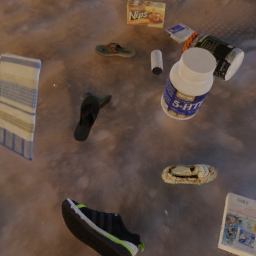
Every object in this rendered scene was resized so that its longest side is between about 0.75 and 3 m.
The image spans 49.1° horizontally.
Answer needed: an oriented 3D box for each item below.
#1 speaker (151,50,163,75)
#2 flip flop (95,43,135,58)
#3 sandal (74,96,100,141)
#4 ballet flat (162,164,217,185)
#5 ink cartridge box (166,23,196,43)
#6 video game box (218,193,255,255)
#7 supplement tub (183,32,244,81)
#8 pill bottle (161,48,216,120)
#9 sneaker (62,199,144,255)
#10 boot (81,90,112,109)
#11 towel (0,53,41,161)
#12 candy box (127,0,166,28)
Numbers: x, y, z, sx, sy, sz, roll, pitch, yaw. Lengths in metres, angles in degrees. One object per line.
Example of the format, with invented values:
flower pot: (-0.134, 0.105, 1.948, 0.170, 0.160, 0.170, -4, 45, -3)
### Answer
speaker: (1.224, -2.790, 11.906, 0.473, 0.473, 1.164, 1, 52, 0)
flip flop: (-0.574, -3.497, 12.425, 1.804, 0.519, 0.732, 10, 53, 8)
sandal: (-1.025, -0.187, 7.180, 0.493, 1.310, 0.314, 7, 27, -27)
ballet flat: (1.932, 1.392, 8.591, 1.772, 0.566, 0.670, -6, 55, -5)
ink cartridge box: (2.530, -4.592, 13.475, 1.040, 0.244, 1.028, -29, 56, -23)
video game box: (3.464, 2.770, 7.620, 1.724, 0.403, 1.570, 17, 52, 13)
supplement tub: (3.463, -3.011, 11.531, 2.185, 1.339, 1.339, 38, 61, 25)
pill bottle: (1.887, -1.356, 8.810, 1.334, 2.228, 1.334, 3, 60, -4)
sneaker: (-0.704, 2.669, 7.578, 2.483, 0.890, 1.028, 33, 40, 20)
boot: (-1.218, -1.179, 10.785, 0.951, 0.345, 0.865, 31, 56, 30)
towel: (-3.341, -0.714, 8.452, 2.172, 2.957, 0.352, 17, 15, 39)
candy box: (0.871, -5.595, 13.720, 1.821, 1.051, 0.503, 10, 53, 8)
